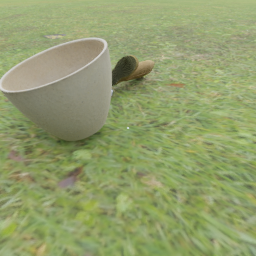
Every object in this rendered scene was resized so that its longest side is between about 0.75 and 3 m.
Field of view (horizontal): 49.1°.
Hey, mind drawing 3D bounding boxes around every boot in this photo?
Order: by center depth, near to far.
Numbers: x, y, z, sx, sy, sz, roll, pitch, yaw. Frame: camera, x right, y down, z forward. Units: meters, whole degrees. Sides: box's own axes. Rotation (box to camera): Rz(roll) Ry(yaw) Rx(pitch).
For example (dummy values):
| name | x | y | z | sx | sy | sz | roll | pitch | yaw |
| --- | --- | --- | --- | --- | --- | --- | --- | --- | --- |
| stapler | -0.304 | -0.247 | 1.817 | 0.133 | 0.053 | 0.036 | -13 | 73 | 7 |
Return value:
| name | x | y | z | sx | sy | sz | roll | pitch | yaw |
| --- | --- | --- | --- | --- | --- | --- | --- | --- | --- |
| boot | 0.345 | -2.410 | 11.022 | 2.067 | 0.684 | 1.810 | -25 | -1 | -42 |

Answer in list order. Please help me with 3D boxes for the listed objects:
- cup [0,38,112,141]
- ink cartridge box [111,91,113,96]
| name | x | y | z | sx | sy | sz | roll | pitch | yaw |
| --- | --- | --- | --- | --- | --- | --- | --- | --- | --- |
| cup | -1.617 | -0.877 | 7.618 | 2.886 | 2.064 | 2.886 | -13 | 34 | 9 |
| ink cartridge box | -1.235 | -1.542 | 10.359 | 1.111 | 0.241 | 1.091 | 4 | 29 | -25 |
